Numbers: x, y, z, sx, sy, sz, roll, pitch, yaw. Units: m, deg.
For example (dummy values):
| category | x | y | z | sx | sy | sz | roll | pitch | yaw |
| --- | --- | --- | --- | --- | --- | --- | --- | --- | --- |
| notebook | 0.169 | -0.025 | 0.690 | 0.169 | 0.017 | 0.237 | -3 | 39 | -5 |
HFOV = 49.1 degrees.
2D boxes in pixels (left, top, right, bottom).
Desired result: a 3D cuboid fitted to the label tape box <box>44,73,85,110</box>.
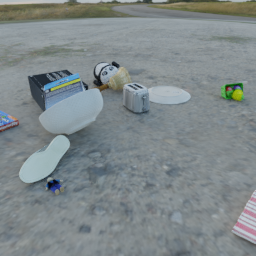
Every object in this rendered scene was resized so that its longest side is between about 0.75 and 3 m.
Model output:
| category | x | y | z | sx | sy | sz | roll | pitch | yaw |
| --- | --- | --- | --- | --- | --- | --- | --- | --- | --- |
| label tape box | -2.359 | -1.104 | 10.798 | 1.538 | 0.709 | 2.146 | -21 | 42 | -3 |

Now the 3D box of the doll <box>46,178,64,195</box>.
| category | x | y | z | sx | sy | sz | roll | pitch | yaw |
| --- | --- | --- | --- | --- | --- | --- | --- | --- | --- |
| doll | -2.014 | 1.570 | 7.711 | 0.513 | 0.182 | 0.752 | -28 | 31 | -30 |

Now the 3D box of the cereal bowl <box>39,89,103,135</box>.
| category | x | y | z | sx | sy | sz | roll | pitch | yaw |
| --- | --- | --- | --- | --- | --- | --- | --- | --- | --- |
| cereal bowl | -1.903 | -0.444 | 10.114 | 2.377 | 0.990 | 2.377 | -27 | 1 | 0 |

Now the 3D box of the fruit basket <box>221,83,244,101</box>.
| category | x | y | z | sx | sy | sz | roll | pitch | yaw |
| --- | --- | --- | --- | --- | --- | --- | --- | --- | --- |
| fruit basket | 5.197 | -1.752 | 13.598 | 1.149 | 0.829 | 1.149 | -6 | 11 | 1 |

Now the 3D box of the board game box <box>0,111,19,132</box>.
| category | x | y | z | sx | sy | sz | roll | pitch | yaw |
| --- | --- | --- | --- | --- | --- | --- | --- | --- | --- |
| board game box | -5.903 | -0.397 | 11.406 | 2.902 | 0.282 | 1.494 | 21 | 35 | 35 |

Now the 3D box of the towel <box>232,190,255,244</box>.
| category | x | y | z | sx | sy | sz | roll | pitch | yaw |
| --- | --- | --- | --- | --- | --- | --- | --- | --- | --- |
| towel | 3.420 | 2.172 | 6.506 | 1.379 | 0.282 | 1.884 | 20 | 36 | 35 |

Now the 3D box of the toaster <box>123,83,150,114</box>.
| category | x | y | z | sx | sy | sz | roll | pitch | yaw |
| --- | --- | --- | --- | --- | --- | --- | --- | --- | --- |
| toaster | 0.327 | -1.362 | 12.472 | 0.899 | 1.022 | 1.582 | -14 | 30 | -26 |

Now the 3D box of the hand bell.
| category | x | y | z | sx | sy | sz | roll | pitch | yaw |
| --- | --- | --- | --- | --- | --- | --- | --- | --- | --- |
| hand bell | -1.134 | -2.089 | 14.172 | 2.430 | 1.265 | 1.265 | -25 | 35 | -18 |

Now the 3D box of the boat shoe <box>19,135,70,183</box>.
| category | x | y | z | sx | sy | sz | roll | pitch | yaw |
| --- | --- | --- | --- | --- | --- | --- | --- | --- | --- |
| boat shoe | -2.567 | 1.005 | 8.556 | 0.643 | 0.757 | 2.080 | -35 | 12 | 39 |

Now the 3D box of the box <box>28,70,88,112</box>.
| category | x | y | z | sx | sy | sz | roll | pitch | yaw |
| --- | --- | --- | --- | --- | --- | --- | --- | --- | --- |
| box | -3.289 | -1.738 | 13.073 | 2.016 | 1.126 | 2.856 | -14 | 31 | -26 |

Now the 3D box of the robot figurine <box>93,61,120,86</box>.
| category | x | y | z | sx | sy | sz | roll | pitch | yaw |
| --- | --- | --- | --- | --- | --- | --- | --- | --- | --- |
| robot figurine | -1.218 | -3.006 | 15.470 | 1.160 | 1.397 | 1.859 | 1 | 23 | -31 |

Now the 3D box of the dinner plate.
| category | x | y | z | sx | sy | sz | roll | pitch | yaw |
| --- | --- | --- | --- | --- | --- | --- | --- | --- | --- |
| dinner plate | 1.938 | -1.743 | 14.057 | 2.389 | 0.290 | 2.389 | 1 | 28 | -1 |
